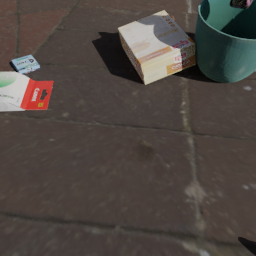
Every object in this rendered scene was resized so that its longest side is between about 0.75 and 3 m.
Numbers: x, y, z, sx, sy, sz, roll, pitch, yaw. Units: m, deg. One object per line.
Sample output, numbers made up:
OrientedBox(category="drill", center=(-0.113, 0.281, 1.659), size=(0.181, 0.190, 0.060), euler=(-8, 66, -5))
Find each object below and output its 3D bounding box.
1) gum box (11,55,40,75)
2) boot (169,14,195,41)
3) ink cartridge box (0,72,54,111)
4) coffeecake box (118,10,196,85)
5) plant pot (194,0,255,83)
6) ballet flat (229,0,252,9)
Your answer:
OrientedBox(category="gum box", center=(-4.100, -2.542, 11.230), size=(0.828, 0.217, 0.974), euler=(-24, 49, -23))
OrientedBox(category="boot", center=(2.685, -4.199, 12.519), size=(2.392, 0.768, 2.230), euler=(12, 58, 16))
OrientedBox(category="ink cartridge box", center=(-3.832, -1.314, 9.789), size=(2.143, 0.537, 1.725), euler=(-3, 45, -1))
OrientedBox(category="coffeecake box", center=(1.065, -3.227, 10.967), size=(2.119, 1.009, 2.761), euler=(-22, 50, -3))
OrientedBox(category="plant pot", center=(3.711, -3.065, 10.128), size=(2.889, 2.318, 2.889), euler=(2, 53, -2))
OrientedBox(category="ballet flat", center=(3.646, -4.403, 8.461), size=(0.761, 2.138, 0.739), euler=(-13, 72, -5))
